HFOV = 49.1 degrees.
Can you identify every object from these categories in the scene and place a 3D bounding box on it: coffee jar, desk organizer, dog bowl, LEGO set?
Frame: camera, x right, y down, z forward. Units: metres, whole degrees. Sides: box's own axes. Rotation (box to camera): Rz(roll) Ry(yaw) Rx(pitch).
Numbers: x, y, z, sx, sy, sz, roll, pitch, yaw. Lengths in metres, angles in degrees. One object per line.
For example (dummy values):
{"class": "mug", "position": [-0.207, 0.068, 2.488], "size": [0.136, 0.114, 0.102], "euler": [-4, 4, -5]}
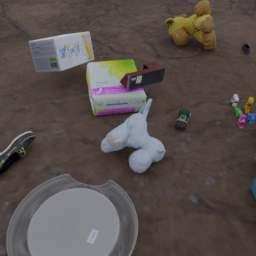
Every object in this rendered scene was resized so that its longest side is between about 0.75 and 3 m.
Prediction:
{"class": "coffee jar", "position": [1.807, -0.269, 9.256], "size": [0.406, 0.332, 0.779], "euler": [16, 46, 14]}
{"class": "desk organizer", "position": [0.491, -1.792, 9.534], "size": [1.512, 0.542, 0.582], "euler": [-19, 46, -30]}
{"class": "dog bowl", "position": [-1.162, 2.328, 6.244], "size": [2.757, 0.808, 2.757], "euler": [0, 45, 0]}
{"class": "LEGO set", "position": [3.982, -0.689, 9.490], "size": [0.568, 0.611, 1.489], "euler": [3, 44, 2]}

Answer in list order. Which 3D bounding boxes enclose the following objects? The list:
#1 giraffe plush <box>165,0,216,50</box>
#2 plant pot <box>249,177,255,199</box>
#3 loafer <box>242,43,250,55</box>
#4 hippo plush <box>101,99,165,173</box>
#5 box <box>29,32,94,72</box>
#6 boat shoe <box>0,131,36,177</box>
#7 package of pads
{"class": "giraffe plush", "position": [2.780, -4.614, 12.795], "size": [2.026, 2.156, 2.499], "euler": [-12, 51, 17]}
{"class": "plant pot", "position": [4.224, 1.953, 5.941], "size": [1.885, 1.886, 2.668], "euler": [-2, 50, -2]}
{"class": "loafer", "position": [5.441, -3.672, 12.795], "size": [0.325, 0.285, 0.904], "euler": [8, 45, 8]}
{"class": "hippo plush", "position": [0.307, 0.453, 8.089], "size": [1.850, 1.474, 1.488], "euler": [-40, 87, -16]}
{"class": "box", "position": [-2.366, -2.846, 10.357], "size": [1.205, 1.086, 2.142], "euler": [4, 25, 28]}
{"class": "boat shoe", "position": [-3.247, 0.753, 8.071], "size": [0.486, 0.575, 1.613], "euler": [29, 58, 23]}
{"class": "package of pads", "position": [-0.519, -1.526, 10.195], "size": [1.893, 0.836, 2.451], "euler": [-6, 44, -8]}
